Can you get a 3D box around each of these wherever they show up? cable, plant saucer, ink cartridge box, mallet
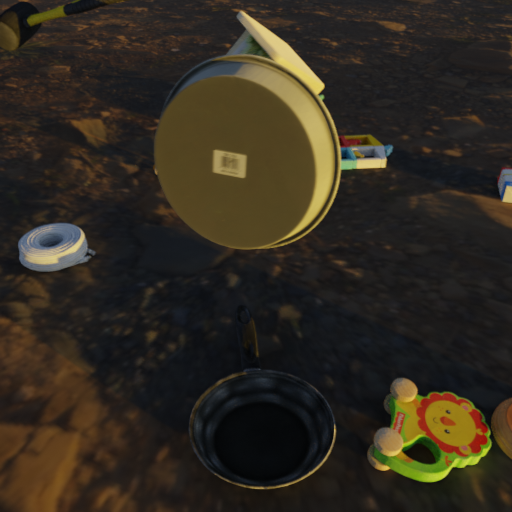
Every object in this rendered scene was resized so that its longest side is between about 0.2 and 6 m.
[{"bbox_3d":[-3.592,-0.159,9.895,1.151,0.399,1.151,-27,43,-33],"label":"cable"},{"bbox_3d":[3.490,2.136,6.808,1.162,0.217,1.162,0,35,0],"label":"plant saucer"},{"bbox_3d":[5.526,-1.529,11.846,0.670,0.388,1.153,9,35,11],"label":"ink cartridge box"},{"bbox_3d":[-3.043,-3.698,8.612,2.570,0.529,0.846,3,48,31],"label":"mallet"}]

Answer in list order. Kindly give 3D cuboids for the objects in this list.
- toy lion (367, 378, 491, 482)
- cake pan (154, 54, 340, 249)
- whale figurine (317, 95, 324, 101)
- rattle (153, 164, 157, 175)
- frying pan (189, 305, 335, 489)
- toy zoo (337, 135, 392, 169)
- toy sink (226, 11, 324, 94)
[{"bbox_3d":[2.121,2.127,6.710,1.281,0.459,1.337,21,40,15],"label":"toy lion"},{"bbox_3d":[-0.194,-0.999,5.978,2.157,2.157,0.396,13,29,18],"label":"cake pan"},{"bbox_3d":[0.869,-2.690,9.496,0.531,0.423,0.276,20,33,-4],"label":"whale figurine"},{"bbox_3d":[-1.776,-1.891,12.573,1.023,0.731,0.666,8,66,-15],"label":"rattle"},{"bbox_3d":[-0.211,1.789,7.100,1.725,0.464,2.852,-18,37,-24],"label":"frying pan"},{"bbox_3d":[2.154,-2.484,13.343,2.201,0.225,1.444,-3,35,-5],"label":"toy zoo"},{"bbox_3d":[0.107,-2.175,6.654,0.812,0.698,1.246,53,23,17],"label":"toy sink"}]
